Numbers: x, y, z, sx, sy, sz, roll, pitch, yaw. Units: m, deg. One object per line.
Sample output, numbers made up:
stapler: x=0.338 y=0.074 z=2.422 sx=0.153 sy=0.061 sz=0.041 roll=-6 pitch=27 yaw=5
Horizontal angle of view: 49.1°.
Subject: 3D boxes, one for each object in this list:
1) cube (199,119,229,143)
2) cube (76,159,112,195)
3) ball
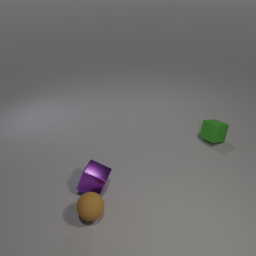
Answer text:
cube: x=3.271 y=0.110 z=10.651 sx=0.700 sy=0.700 sz=0.700 roll=-5 pitch=23 yaw=-35
cube: x=-0.971 y=1.473 z=8.094 sx=0.700 sy=0.700 sz=0.700 roll=24 pitch=26 yaw=0
ball: x=-0.936 y=1.959 z=7.011 sx=0.700 sy=0.700 sz=0.700 roll=0 pitch=29 yaw=0
